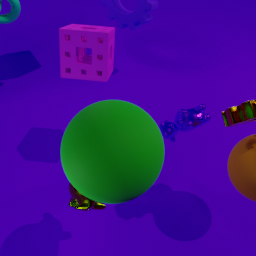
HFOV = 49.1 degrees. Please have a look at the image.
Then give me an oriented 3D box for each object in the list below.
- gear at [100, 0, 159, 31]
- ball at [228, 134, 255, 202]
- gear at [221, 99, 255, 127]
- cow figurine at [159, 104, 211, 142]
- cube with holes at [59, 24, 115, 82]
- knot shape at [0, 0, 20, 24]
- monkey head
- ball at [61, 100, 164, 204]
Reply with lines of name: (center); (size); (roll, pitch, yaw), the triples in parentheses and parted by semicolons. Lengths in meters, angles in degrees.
gear: (-0.008, -4.176, 8.774); (2.072, 2.072, 0.383); (31, 47, 23)
ball: (2.539, 0.740, 5.209); (1.296, 1.296, 1.296); (0, 51, 0)
gear: (2.258, -0.325, 4.466); (1.427, 1.427, 0.264); (-12, 83, -10)
cow figurine: (1.323, -0.109, 6.687); (1.100, 1.082, 0.604); (-17, 76, -11)
cube with holes: (-0.811, -1.573, 5.780); (0.936, 0.936, 0.936); (6, 26, 3)
knot shape: (-3.691, -3.378, 7.570); (1.470, 1.570, 0.726); (8, 9, -28)
monkey head: (-0.706, 1.186, 5.165); (1.075, 0.773, 0.648); (3, 75, 50)
ball: (-0.176, 0.272, 3.301); (1.202, 1.202, 1.202); (0, 51, 0)
